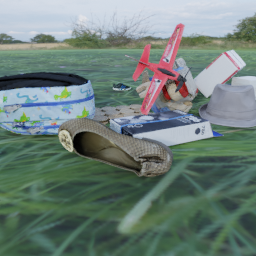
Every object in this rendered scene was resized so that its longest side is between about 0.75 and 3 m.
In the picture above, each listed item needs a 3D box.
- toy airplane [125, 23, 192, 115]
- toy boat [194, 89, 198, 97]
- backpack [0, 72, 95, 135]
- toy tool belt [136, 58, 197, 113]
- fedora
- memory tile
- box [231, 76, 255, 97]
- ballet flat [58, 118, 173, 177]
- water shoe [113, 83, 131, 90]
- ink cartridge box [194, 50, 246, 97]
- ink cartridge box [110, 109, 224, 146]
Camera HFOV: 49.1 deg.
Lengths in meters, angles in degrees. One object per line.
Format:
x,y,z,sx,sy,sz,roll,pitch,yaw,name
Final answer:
0.733,-1.600,7.630,0.460,2.502,2.502,12,7,-40,toy airplane
2.176,-1.672,11.249,0.966,0.968,1.481,15,24,37,toy boat
-2.165,-0.679,7.354,2.625,2.018,2.141,-16,10,6,backpack
1.168,-1.150,9.155,1.815,1.844,2.954,-24,7,23,toy tool belt
3.284,-0.857,8.775,2.011,1.027,2.274,10,21,26,fedora
-0.264,-0.450,8.925,1.976,0.166,1.515,-5,20,-17,memory tile
4.831,-1.605,11.260,0.968,0.833,0.973,-9,21,-25,box
-0.429,0.420,5.504,2.672,0.900,0.619,14,42,27,ballet flat
-0.270,-1.934,12.994,0.875,0.345,0.313,-5,20,-15,water shoe
3.964,-2.372,12.020,0.960,1.700,2.316,50,34,7,ink cartridge box
1.011,-0.020,7.141,2.678,0.525,1.332,-8,20,-26,ink cartridge box
